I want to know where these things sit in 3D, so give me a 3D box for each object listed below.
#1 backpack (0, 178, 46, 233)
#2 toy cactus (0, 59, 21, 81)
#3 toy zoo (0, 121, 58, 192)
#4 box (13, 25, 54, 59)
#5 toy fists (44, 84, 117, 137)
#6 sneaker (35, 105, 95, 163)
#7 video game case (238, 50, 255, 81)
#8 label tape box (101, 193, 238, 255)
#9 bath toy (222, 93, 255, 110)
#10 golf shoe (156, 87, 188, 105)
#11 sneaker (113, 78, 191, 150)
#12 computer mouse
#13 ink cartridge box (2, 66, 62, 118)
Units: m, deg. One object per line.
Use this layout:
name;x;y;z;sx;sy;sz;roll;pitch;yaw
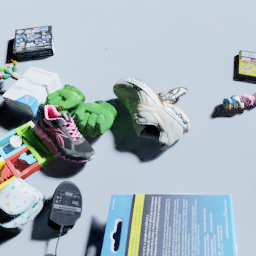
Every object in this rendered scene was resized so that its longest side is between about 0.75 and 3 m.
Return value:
backpack;-2.880;2.013;7.238;1.075;0.937;1.222;30;65;13
toy cactus;-4.197;-1.989;9.939;0.887;0.550;1.075;30;46;3
toy zoo;-3.577;0.945;8.337;2.485;0.254;1.630;-34;61;-25
box;-3.862;-3.546;11.541;1.574;0.391;1.562;-9;54;-6
toy fists;-1.613;-0.562;9.129;2.457;0.845;1.253;27;59;17
sneaker;-1.859;0.114;8.360;2.305;1.099;0.911;34;30;19
video game case;5.067;-2.355;10.800;1.594;0.203;1.441;12;55;8
label tape box;0.959;2.715;6.577;2.997;0.991;2.147;-6;52;20
bath toy;4.019;-0.966;9.604;1.440;0.532;0.626;-12;55;-9
golf shoe;1.493;-0.978;9.692;1.365;0.531;0.645;-19;71;-8
sneaker;0.457;-0.484;8.947;2.976;1.127;1.369;36;66;24
computer mouse;-1.734;2.719;7.073;0.835;0.485;2.848;18;57;-18
ink cartridge box;-3.259;-1.274;9.687;1.178;0.680;1.624;18;56;19
